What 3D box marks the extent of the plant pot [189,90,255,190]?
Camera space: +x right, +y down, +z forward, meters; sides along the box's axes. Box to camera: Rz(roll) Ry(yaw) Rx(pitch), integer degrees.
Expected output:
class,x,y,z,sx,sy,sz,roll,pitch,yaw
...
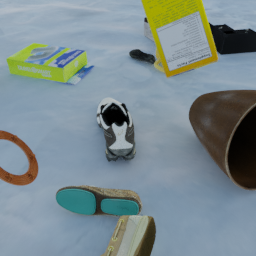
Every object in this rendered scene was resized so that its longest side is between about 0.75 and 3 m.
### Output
class,x,y,z,sx,sy,sz,roll,pitch,yaw
plant pot,2.487,-0.039,6.641,2.128,2.128,2.277,-13,24,-16

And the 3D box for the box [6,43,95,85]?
class,x,y,z,sx,sy,sz,roll,pitch,yaw
box,-2.923,-2.511,10.751,2.842,0.677,1.733,12,40,17

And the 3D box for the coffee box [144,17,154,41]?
class,x,y,z,sx,sy,sz,roll,pitch,yaw
coffee box,1.821,-4.570,13.256,1.271,0.898,2.249,-17,40,-21

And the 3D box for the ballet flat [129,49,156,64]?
class,x,y,z,sx,sy,sz,roll,pitch,yaw
ballet flat,0.558,-2.953,11.677,1.451,0.412,0.482,32,78,41

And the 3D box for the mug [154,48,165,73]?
class,x,y,z,sx,sy,sz,roll,pitch,yaw
mug,1.970,-2.890,11.032,1.401,1.706,1.366,33,15,24

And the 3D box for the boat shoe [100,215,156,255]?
class,x,y,z,sx,sy,sz,roll,pitch,yaw
boat shoe,-0.211,2.310,4.411,0.724,0.807,2.181,4,34,27

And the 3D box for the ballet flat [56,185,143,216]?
class,x,y,z,sx,sy,sz,roll,pitch,yaw
ballet flat,-0.572,1.463,5.721,1.757,0.620,0.574,9,12,7

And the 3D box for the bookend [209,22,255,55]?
class,x,y,z,sx,sy,sz,roll,pitch,yaw
bookend,4.777,-4.197,12.768,1.960,0.903,1.948,-6,38,-9

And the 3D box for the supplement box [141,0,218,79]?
class,x,y,z,sx,sy,sz,roll,pitch,yaw
supplement box,1.202,-2.399,6.450,1.182,2.173,1.190,-16,10,22

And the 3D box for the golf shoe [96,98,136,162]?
class,x,y,z,sx,sy,sz,roll,pitch,yaw
golf shoe,-0.300,-0.329,7.429,1.014,1.232,2.608,-9,37,-10

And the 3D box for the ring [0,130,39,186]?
class,x,y,z,sx,sy,sz,roll,pitch,yaw
ring,-2.016,0.484,4.879,0.111,1.156,1.156,-37,35,16
